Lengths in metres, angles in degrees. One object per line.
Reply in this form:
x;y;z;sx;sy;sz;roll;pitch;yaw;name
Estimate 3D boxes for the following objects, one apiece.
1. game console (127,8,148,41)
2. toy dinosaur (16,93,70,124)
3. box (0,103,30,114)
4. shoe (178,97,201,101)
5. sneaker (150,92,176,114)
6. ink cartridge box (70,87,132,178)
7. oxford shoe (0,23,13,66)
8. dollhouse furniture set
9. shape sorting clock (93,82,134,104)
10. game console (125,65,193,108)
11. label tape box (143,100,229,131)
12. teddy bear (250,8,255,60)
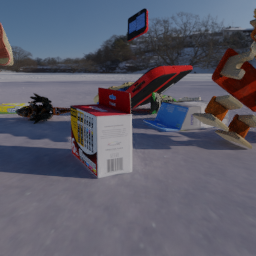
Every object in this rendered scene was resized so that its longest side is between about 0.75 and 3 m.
0.321;-3.569;9.671;0.886;1.001;0.155;-14;-26;36;game console
-2.879;-0.648;9.583;1.848;0.944;1.255;-23;-2;-5;toy dinosaur
-4.626;-0.804;11.398;1.467;0.355;0.861;1;12;-9;box
3.195;-1.468;14.518;0.476;0.364;1.362;-10;16;-41;shoe
1.461;-1.044;11.353;0.906;0.830;2.128;5;12;21;sneaker
-0.544;-0.021;5.103;0.649;1.359;1.548;-6;12;-26;ink cartridge box
-4.641;-3.123;10.092;0.666;1.882;0.695;-14;4;0;oxford shoe
3.144;-0.820;6.724;2.687;2.716;1.399;32;-1;-19;dollhouse furniture set
-0.112;-1.586;12.541;2.951;0.579;2.951;-17;-3;-1;shape sorting clock
0.917;-1.616;11.300;2.572;0.451;2.908;-20;-11;-46;game console
1.774;-0.446;8.763;2.177;0.720;1.560;-3;12;-22;label tape box
3.862;-2.748;6.999;0.926;2.011;2.774;-7;-30;-17;teddy bear
